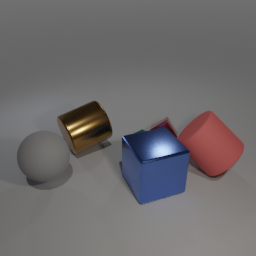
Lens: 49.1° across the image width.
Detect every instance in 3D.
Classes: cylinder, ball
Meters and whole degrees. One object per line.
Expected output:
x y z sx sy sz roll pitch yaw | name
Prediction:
2.403 0.449 8.279 1.400 1.400 1.400 44 35 -5 | cylinder
-2.312 0.769 7.715 1.400 1.400 1.400 0 29 0 | ball
-1.454 -0.026 9.428 1.400 1.400 1.400 -27 37 -20 | cylinder

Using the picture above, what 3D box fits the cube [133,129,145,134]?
0.478 0.568 9.339 0.700 0.700 0.700 -24 37 -37 | cube

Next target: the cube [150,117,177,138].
1.243 0.124 9.734 0.700 0.700 0.700 -30 7 14 | cube

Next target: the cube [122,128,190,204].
0.713 1.003 7.827 1.400 1.400 1.400 -11 31 -19 | cube
